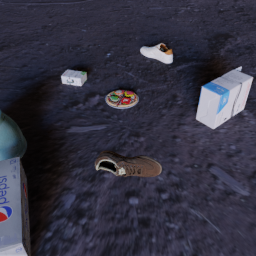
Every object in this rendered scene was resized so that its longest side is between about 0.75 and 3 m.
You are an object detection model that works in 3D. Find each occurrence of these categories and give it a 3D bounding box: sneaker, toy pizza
[{"bbox_3d":[-0.012,0.581,3.966,0.948,0.334,0.358,8,29,15],"label":"sneaker"},{"bbox_3d":[-0.208,-1.075,9.896,1.182,0.187,1.182,0,38,0],"label":"toy pizza"},{"bbox_3d":[1.298,-3.515,12.551,1.760,0.745,0.641,28,48,33],"label":"sneaker"}]

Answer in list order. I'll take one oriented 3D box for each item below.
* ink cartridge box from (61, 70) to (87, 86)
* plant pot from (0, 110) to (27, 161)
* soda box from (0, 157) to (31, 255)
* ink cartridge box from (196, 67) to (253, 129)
[{"bbox_3d":[-2.089,-1.956,10.886,0.814,0.342,0.594,10,39,12],"label":"ink cartridge box"},{"bbox_3d":[-3.785,0.176,7.485,1.833,1.228,1.833,0,38,0],"label":"plant pot"},{"bbox_3d":[-2.534,1.710,5.884,0.741,0.797,2.336,-12,40,-14],"label":"soda box"},{"bbox_3d":[3.214,-1.024,8.976,2.162,1.254,0.733,-29,46,-31],"label":"ink cartridge box"}]
